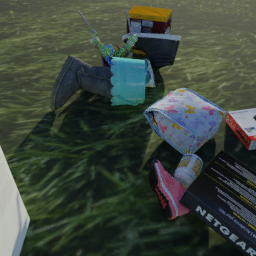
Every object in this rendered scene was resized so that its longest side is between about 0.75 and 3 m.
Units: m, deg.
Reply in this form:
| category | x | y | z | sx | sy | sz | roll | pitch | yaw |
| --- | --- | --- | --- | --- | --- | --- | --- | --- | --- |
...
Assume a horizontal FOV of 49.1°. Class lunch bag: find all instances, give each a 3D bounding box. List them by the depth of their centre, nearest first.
| category | x | y | z | sx | sy | sz | roll | pitch | yaw |
| --- | --- | --- | --- | --- | --- | --- | --- | --- | --- |
| lunch bag | 1.706 | -0.297 | 8.723 | 1.943 | 1.235 | 1.647 | 38 | 54 | 24 |

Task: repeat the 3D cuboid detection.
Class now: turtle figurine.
| category | x | y | z | sx | sy | sz | roll | pitch | yaw |
| --- | --- | --- | --- | --- | --- | --- | --- | --- | --- |
| turtle figurine | -0.535 | -3.737 | 11.796 | 1.832 | 2.545 | 2.468 | -21 | 2 | 10 |

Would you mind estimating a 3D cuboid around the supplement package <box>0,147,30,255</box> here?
| category | x | y | z | sx | sy | sz | roll | pitch | yaw |
| --- | --- | --- | --- | --- | --- | --- | --- | --- | --- |
| supplement package | -3.328 | 1.770 | 4.971 | 2.093 | 2.779 | 2.109 | 0 | 40 | 0 |

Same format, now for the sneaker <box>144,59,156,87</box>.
| category | x | y | z | sx | sy | sz | roll | pitch | yaw |
| --- | --- | --- | --- | --- | --- | --- | --- | --- | --- |
| sneaker | 0.661 | -2.284 | 11.557 | 0.711 | 0.692 | 1.786 | -10 | 40 | 2 |

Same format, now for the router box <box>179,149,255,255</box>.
| category | x | y | z | sx | sy | sz | roll | pitch | yaw |
| --- | --- | --- | --- | --- | --- | --- | --- | --- | --- |
| router box | 2.646 | 1.768 | 6.394 | 2.375 | 0.606 | 1.771 | 37 | 51 | 23 |

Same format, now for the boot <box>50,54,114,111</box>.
| category | x | y | z | sx | sy | sz | roll | pitch | yaw |
| --- | --- | --- | --- | --- | --- | --- | --- | --- | --- |
| boot | -1.200 | -1.376 | 10.135 | 2.688 | 0.975 | 2.444 | 20 | 76 | -4 |

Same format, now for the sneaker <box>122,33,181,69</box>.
| category | x | y | z | sx | sy | sz | roll | pitch | yaw |
| --- | --- | --- | --- | --- | --- | --- | --- | --- | --- |
| sneaker | 0.860 | -3.356 | 12.267 | 2.905 | 1.441 | 1.027 | 16 | 18 | 34 |

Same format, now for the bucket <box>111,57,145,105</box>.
| category | x | y | z | sx | sy | sz | roll | pitch | yaw |
| --- | --- | --- | --- | --- | --- | --- | --- | --- | --- |
| bucket | -0.007 | -1.640 | 9.972 | 1.167 | 1.793 | 1.793 | 2 | 40 | 0 |

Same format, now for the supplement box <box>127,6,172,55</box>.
| category | x | y | z | sx | sy | sz | roll | pitch | yaw |
| --- | --- | --- | --- | --- | --- | --- | --- | --- | --- |
| supplement box | 1.004 | -4.592 | 13.332 | 1.856 | 1.881 | 1.249 | 13 | 42 | 15 |

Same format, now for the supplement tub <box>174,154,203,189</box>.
| category | x | y | z | sx | sy | sz | roll | pitch | yaw |
| --- | --- | --- | --- | --- | --- | --- | --- | --- | --- |
| supplement tub | 1.596 | 1.143 | 7.450 | 0.597 | 0.597 | 0.825 | 19 | 44 | 22 |

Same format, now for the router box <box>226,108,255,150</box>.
| category | x | y | z | sx | sy | sz | roll | pitch | yaw |
| --- | --- | --- | --- | --- | --- | --- | --- | --- | --- |
| router box | 4.264 | -0.041 | 9.018 | 1.652 | 0.403 | 1.482 | -9 | 41 | -10 |

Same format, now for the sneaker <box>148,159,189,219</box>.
| category | x | y | z | sx | sy | sz | roll | pitch | yaw |
| --- | --- | --- | --- | --- | --- | --- | --- | --- | --- |
| sneaker | 1.042 | 1.510 | 7.128 | 0.730 | 0.621 | 1.684 | -3 | 46 | -19 |
